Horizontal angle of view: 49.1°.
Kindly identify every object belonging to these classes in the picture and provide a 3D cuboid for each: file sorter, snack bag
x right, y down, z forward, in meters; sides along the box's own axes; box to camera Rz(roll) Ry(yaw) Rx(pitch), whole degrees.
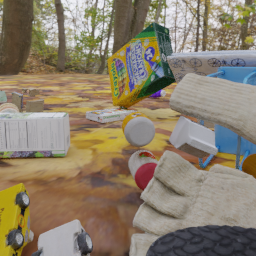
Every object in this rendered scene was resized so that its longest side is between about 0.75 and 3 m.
[{"bbox_3d":[2.388,-0.049,4.271,2.335,1.620,1.432,7,19,29],"label":"file sorter"},{"bbox_3d":[2.331,-0.597,5.985,2.511,2.663,0.285,8,59,33],"label":"snack bag"}]

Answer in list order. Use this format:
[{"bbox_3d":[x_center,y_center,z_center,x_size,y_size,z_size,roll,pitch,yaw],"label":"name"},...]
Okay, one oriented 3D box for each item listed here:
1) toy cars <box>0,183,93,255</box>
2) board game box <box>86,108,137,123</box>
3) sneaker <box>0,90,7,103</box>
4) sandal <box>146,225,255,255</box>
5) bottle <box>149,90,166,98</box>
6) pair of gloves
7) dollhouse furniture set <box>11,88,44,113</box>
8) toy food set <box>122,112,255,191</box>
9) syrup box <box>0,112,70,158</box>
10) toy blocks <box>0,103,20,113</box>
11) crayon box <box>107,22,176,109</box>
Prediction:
[{"bbox_3d":[-0.735,1.013,2.214,1.702,0.377,0.763,14,53,42],"label":"toy cars"},{"bbox_3d":[-0.510,-0.416,8.776,1.371,0.237,0.865,-12,18,-41],"label":"board game box"},{"bbox_3d":[-5.848,-1.384,12.214,1.009,0.595,0.371,-10,18,-33],"label":"sneaker"},{"bbox_3d":[1.402,1.233,1.104,2.916,0.657,1.095,17,21,8],"label":"sandal"},{"bbox_3d":[1.313,-1.781,14.052,0.424,0.543,1.300,15,-1,-45],"label":"bottle"},{"bbox_3d":[1.347,0.383,2.668,2.210,0.456,2.599,13,44,13],"label":"pair of gloves"},{"bbox_3d":[-3.566,-1.027,9.813,1.032,0.974,0.673,19,19,23],"label":"dollhouse furniture set"},{"bbox_3d":[0.805,0.511,2.977,1.928,0.920,0.867,23,11,-15],"label":"toy food set"},{"bbox_3d":[-2.083,0.114,5.310,1.855,0.755,0.730,-2,11,-5],"label":"syrup box"},{"bbox_3d":[-3.504,-0.248,7.265,1.367,0.596,1.640,-5,14,-23],"label":"toy blocks"},{"bbox_3d":[0.228,-1.773,8.883,0.712,1.735,2.760,5,-21,-39],"label":"crayon box"}]
